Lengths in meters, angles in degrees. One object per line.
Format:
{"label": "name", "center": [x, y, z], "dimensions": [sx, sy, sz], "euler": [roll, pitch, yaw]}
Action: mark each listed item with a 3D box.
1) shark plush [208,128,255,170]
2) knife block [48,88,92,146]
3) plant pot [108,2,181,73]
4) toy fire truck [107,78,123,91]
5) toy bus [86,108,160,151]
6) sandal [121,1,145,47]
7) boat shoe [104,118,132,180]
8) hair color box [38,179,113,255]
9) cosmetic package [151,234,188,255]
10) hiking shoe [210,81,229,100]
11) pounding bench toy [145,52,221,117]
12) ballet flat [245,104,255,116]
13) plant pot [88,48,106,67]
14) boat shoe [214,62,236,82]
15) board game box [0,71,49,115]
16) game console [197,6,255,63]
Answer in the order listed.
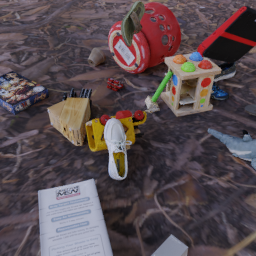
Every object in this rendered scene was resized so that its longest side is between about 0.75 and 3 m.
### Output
{"label": "shark plush", "center": [3.850, 0.424, 9.174], "dimensions": [2.359, 0.983, 1.072], "euler": [32, 49, 33]}
{"label": "knife block", "center": [-1.765, -0.619, 10.602], "dimensions": [2.161, 0.788, 2.462], "euler": [-31, 47, -30]}
{"label": "plant pot", "center": [0.714, -4.229, 13.473], "dimensions": [2.853, 2.853, 2.598], "euler": [30, 52, 31]}
{"label": "toy fire truck", "center": [-0.547, -1.973, 12.637], "dimensions": [0.765, 0.429, 0.643], "euler": [26, 28, 27]}
{"label": "toy bus", "center": [-0.234, 0.129, 9.337], "dimensions": [2.343, 1.211, 2.211], "euler": [-9, -1, 25]}
{"label": "sandal", "center": [0.243, -3.501, 9.228], "dimensions": [0.509, 0.708, 1.784], "euler": [9, 68, 32]}
{"label": "boat shoe", "center": [-0.279, 0.607, 8.265], "dimensions": [0.689, 1.865, 0.795], "euler": [1, -7, -24]}
{"label": "hair color box", "center": [-1.197, 2.685, 6.453], "dimensions": [1.470, 0.900, 2.970], "euler": [-10, 41, -12]}
{"label": "cosmetic package", "center": [0.895, 3.009, 6.438], "dimensions": [0.523, 0.442, 0.980], "euler": [28, 49, 34]}
{"label": "hiking shoe", "center": [3.643, -1.679, 12.029], "dimensions": [1.510, 0.655, 0.562], "euler": [28, 47, 30]}
{"label": "pounding bench toy", "center": [1.977, -1.757, 11.027], "dimensions": [2.603, 2.030, 1.617], "euler": [-12, 40, -14]}
{"label": "ballet flat", "center": [5.475, -0.531, 10.892], "dimensions": [1.784, 0.414, 0.601], "euler": [12, 51, 23]}
{"label": "plant pot", "center": [-1.662, -3.558, 14.328], "dimensions": [0.831, 0.831, 0.721], "euler": [23, 60, 26]}
{"label": "boat shoe", "center": [4.078, -2.626, 13.174], "dimensions": [2.407, 0.681, 0.826], "euler": [-19, 43, -22]}
{"label": "board game box", "center": [-4.936, -1.593, 12.083], "dimensions": [2.575, 0.446, 1.744], "euler": [26, 46, 29]}
{"label": "game console", "center": [3.503, -2.905, 8.993], "dimensions": [2.230, 1.972, 0.346], "euler": [-3, 60, -40]}
